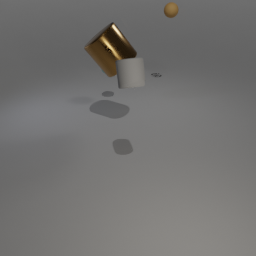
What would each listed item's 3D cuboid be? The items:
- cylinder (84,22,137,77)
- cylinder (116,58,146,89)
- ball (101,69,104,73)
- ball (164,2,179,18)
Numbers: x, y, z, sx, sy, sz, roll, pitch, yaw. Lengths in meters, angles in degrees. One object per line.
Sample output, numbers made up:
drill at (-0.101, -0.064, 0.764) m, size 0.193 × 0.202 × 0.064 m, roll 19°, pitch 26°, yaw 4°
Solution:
cylinder at (-0.624, -2.815, 10.163) m, size 1.400 × 1.400 × 1.400 m, roll -35°, pitch 23°, yaw 17°
cylinder at (0.069, -1.385, 7.092) m, size 0.700 × 0.700 × 0.700 m, roll -6°, pitch 10°, yaw 1°
ball at (-0.919, -2.860, 13.091) m, size 0.700 × 0.700 × 0.700 m, roll 0°, pitch 30°, yaw 0°
ball at (2.080, -5.674, 13.488) m, size 0.700 × 0.700 × 0.700 m, roll 0°, pitch 30°, yaw 0°
